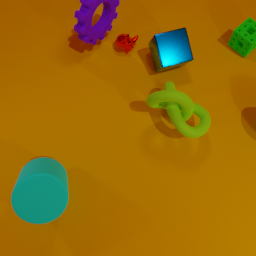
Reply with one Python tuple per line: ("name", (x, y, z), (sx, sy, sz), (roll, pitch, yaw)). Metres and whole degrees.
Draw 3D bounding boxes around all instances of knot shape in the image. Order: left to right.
("knot shape", (1.396, -0.646, 8.159), (1.974, 1.847, 0.912), (34, 105, -20))

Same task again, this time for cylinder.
("cylinder", (-2.191, 1.546, 7.146), (1.294, 1.294, 1.294), (-3, 102, -13))

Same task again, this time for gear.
("gear", (-0.970, -3.604, 8.931), (0.341, 1.844, 1.844), (34, 70, 16))

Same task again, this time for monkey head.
("monkey head", (-0.045, -3.051, 9.715), (0.641, 1.064, 0.765), (40, 79, -22))

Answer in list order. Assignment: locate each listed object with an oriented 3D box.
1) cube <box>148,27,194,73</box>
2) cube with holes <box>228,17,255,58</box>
("cube", (1.362, -2.497, 9.102), (1.048, 1.048, 1.048), (-15, 94, -5))
("cube with holes", (4.100, -3.112, 9.648), (0.783, 0.783, 0.783), (-41, 73, -10))
